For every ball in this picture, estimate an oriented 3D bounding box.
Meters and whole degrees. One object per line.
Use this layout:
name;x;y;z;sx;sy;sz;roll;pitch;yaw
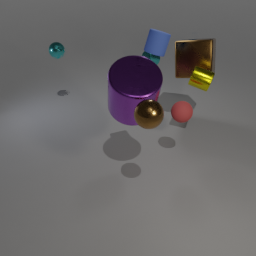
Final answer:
ball;-3.080;-3.362;12.131;0.700;0.700;0.700;0;32;0
ball;0.483;-0.318;6.497;0.700;0.700;0.700;0;32;0
ball;1.740;-0.522;9.055;0.700;0.700;0.700;0;32;0

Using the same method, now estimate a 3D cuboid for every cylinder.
cylinder;2.533;-1.707;9.685;0.700;0.700;0.700;24;37;9
cylinder;0.149;-0.990;7.640;1.400;1.400;1.400;2;61;-3
cylinder;1.168;-3.583;14.346;0.700;0.700;0.700;1;25;-40
cylinder;0.938;-2.739;8.987;0.700;0.700;0.700;14;24;-6

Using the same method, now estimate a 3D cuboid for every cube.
cube;2.701;-2.789;11.155;1.400;1.400;1.400;3;20;21
